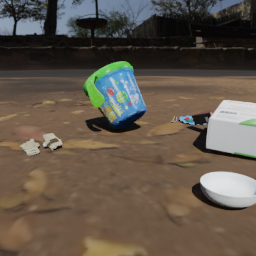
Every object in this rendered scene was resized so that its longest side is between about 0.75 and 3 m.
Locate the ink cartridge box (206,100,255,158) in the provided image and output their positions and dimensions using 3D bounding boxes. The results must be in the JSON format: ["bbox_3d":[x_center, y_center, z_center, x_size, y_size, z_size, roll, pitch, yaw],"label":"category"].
[{"bbox_3d":[2.622,-0.043,6.376,1.265,0.733,1.747,11,23,25],"label":"ink cartridge box"}]

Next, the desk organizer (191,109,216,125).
[{"bbox_3d":[2.110,-0.301,7.554,0.311,0.289,0.807,-23,6,-22],"label":"desk organizer"}]

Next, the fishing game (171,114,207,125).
[{"bbox_3d":[2.188,-0.312,9.100,1.490,0.232,1.067,5,17,16],"label":"fishing game"}]

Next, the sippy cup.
[{"bbox_3d":[-0.261,-0.816,7.796,1.974,1.447,1.550,-22,-14,-27],"label":"sippy cup"}]

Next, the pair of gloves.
[{"bbox_3d":[-1.971,0.388,6.422,0.866,0.152,0.736,-19,29,-32],"label":"pair of gloves"}]

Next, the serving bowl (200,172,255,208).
[{"bbox_3d":[1.477,0.924,4.065,0.857,0.282,0.857,0,14,0],"label":"serving bowl"}]
